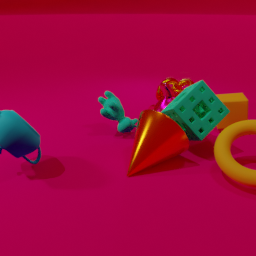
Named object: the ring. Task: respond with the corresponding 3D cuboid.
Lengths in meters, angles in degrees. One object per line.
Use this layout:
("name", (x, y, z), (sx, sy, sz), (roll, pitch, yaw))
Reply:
("ring", (2.839, 0.520, 6.224), (1.772, 0.354, 1.772), (-8, 48, 9))

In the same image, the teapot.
("teapot", (-2.652, 0.161, 6.307), (0.919, 1.877, 1.167), (-47, 31, -14))

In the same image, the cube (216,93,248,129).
("cube", (3.164, -0.534, 8.657), (0.873, 0.873, 0.873), (-3, 21, 12))

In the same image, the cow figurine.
("cow figurine", (-0.289, -0.428, 8.374), (1.183, 0.660, 1.202), (33, 27, -39))

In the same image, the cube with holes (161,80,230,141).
("cube with holes", (1.707, -0.411, 7.314), (1.061, 1.061, 1.061), (-44, 5, -9))

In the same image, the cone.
("cone", (0.431, 0.602, 6.735), (1.498, 1.498, 1.503), (21, 58, 38))

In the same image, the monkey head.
("monkey head", (1.146, -0.659, 8.732), (1.086, 1.296, 1.802), (-39, 24, -1))

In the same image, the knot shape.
("knot shape", (1.479, -1.265, 9.501), (1.372, 0.634, 1.283), (-9, -5, -13))
